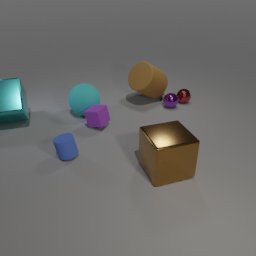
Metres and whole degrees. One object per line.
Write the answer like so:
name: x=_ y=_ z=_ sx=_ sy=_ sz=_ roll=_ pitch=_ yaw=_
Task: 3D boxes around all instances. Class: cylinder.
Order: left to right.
cylinder: x=-2.133 y=0.630 z=9.626 sx=0.700 sy=0.700 sz=0.700 roll=-11 pitch=25 yaw=5
cylinder: x=0.958 y=-2.267 z=13.334 sx=1.400 sy=1.400 sz=1.400 roll=27 pitch=7 yaw=38

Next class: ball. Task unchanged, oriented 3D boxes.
ball: x=-1.916 y=-1.248 z=12.333 sx=1.400 sy=1.400 sz=1.400 roll=0 pitch=30 yaw=0
ball: x=2.017 y=-1.296 z=13.164 sx=0.700 sy=0.700 sz=0.700 roll=0 pitch=30 yaw=0
ball: x=2.720 y=-1.565 z=13.645 sx=0.700 sy=0.700 sz=0.700 roll=0 pitch=30 yaw=0

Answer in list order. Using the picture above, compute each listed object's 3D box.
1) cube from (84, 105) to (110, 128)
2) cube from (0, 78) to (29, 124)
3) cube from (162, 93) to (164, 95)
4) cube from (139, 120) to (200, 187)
cube: x=-1.247 y=-0.495 z=11.429 sx=0.700 sy=0.700 sz=0.700 roll=3 pitch=30 yaw=31
cube: x=-4.939 y=-1.059 z=11.419 sx=1.400 sy=1.400 sz=1.400 roll=-9 pitch=-13 yaw=-12
cube: x=1.484 y=-2.170 z=14.474 sx=0.700 sy=0.700 sz=0.700 roll=-10 pitch=59 yaw=-16
cube: x=1.231 y=0.762 z=8.843 sx=1.400 sy=1.400 sz=1.400 roll=-10 pitch=31 yaw=-16
